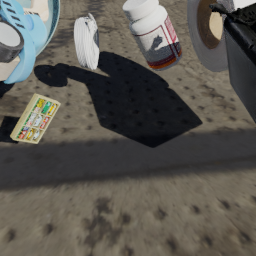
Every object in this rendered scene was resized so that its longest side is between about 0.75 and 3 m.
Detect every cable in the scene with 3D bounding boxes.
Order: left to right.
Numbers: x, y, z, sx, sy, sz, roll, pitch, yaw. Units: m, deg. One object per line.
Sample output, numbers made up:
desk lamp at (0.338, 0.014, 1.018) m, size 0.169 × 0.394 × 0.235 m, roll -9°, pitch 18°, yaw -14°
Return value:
cable at (-1.163, -2.416, 8.053) m, size 0.499 × 1.441 × 1.441 m, roll 1°, pitch 7°, yaw 3°

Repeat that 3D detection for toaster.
toaster at (3.161, -1.238, 4.725) m, size 2.579 × 1.693 × 2.853 m, roll -18°, pitch 46°, yaw 6°

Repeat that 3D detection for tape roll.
tape roll at (2.549, -2.896, 7.447) m, size 0.939 × 2.686 × 2.686 m, roll -15°, pitch 36°, yaw -8°

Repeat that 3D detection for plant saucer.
plant saucer at (-2.652, -2.549, 6.940) m, size 2.546 × 2.546 × 0.490 m, roll 17°, pitch -5°, yaw 23°

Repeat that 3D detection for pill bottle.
pill bottle at (0.647, -2.456, 7.196) m, size 1.007 × 1.837 × 1.007 m, roll -20°, pitch 41°, yaw 18°

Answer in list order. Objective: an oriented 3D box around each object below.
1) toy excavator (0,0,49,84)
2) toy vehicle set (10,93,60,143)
toy excavator at (-1.988, -1.871, 5.000) m, size 2.297 × 1.147 × 2.234 m, roll -22°, pitch 79°, yaw -55°
toy vehicle set at (-1.748, -0.159, 5.326) m, size 0.126 × 0.953 × 0.592 m, roll 38°, pitch 10°, yaw 29°
